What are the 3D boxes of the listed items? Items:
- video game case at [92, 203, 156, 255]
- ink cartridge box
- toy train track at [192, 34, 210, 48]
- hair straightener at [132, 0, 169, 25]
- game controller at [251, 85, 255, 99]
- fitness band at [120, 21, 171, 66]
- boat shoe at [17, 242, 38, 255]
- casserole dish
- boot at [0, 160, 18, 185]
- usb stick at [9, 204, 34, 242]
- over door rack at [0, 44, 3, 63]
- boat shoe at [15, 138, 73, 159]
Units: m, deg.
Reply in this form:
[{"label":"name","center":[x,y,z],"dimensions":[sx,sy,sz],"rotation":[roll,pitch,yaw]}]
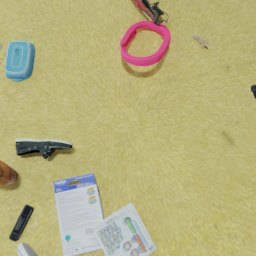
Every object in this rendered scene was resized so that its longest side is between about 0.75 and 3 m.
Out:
[{"label":"video game case","center":[-0.105,3.405,8.668],"dimensions":[1.473,0.192,1.618],"rotation":[-25,81,-24]},{"label":"ink cartridge box","center":[-1.517,2.745,8.975],"dimensions":[1.402,0.493,2.350],"rotation":[-12,78,-5]},{"label":"toy train track","center":[2.832,-3.375,10.897],"dimensions":[0.472,0.134,0.824],"rotation":[-45,73,-4]},{"label":"hair straightener","center":[0.956,-4.791,10.972],"dimensions":[0.815,0.433,2.118],"rotation":[-31,63,-9]},{"label":"game controller","center":[3.450,-0.903,7.079],"dimensions":[0.179,0.850,0.443],"rotation":[-38,103,-7]},{"label":"fitness band","center":[0.659,-3.167,10.415],"dimensions":[1.667,0.434,2.321],"rotation":[20,57,11]},{"label":"boat shoe","center":[-2.858,4.443,8.417],"dimensions":[0.694,0.705,1.989],"rotation":[-36,84,-12]},{"label":"casserole dish","center":[-4.116,-2.618,10.569],"dimensions":[1.063,0.340,1.754],"rotation":[1,73,0]},{"label":"boot","center":[-4.877,1.071,8.633],"dimensions":[2.611,2.027,1.001],"rotation":[26,75,7]},{"label":"usb stick","center":[-3.441,3.057,9.040],"dimensions":[0.322,0.189,1.161],"rotation":[24,75,0]},{"label":"over door rack","center":[-5.178,-2.752,10.550],"dimensions":[0.768,0.346,1.040],"rotation":[19,96,6]},{"label":"boat shoe","center":[-2.841,0.723,9.415],"dimensions":[1.991,0.744,0.660],"rotation":[3,77,1]}]
